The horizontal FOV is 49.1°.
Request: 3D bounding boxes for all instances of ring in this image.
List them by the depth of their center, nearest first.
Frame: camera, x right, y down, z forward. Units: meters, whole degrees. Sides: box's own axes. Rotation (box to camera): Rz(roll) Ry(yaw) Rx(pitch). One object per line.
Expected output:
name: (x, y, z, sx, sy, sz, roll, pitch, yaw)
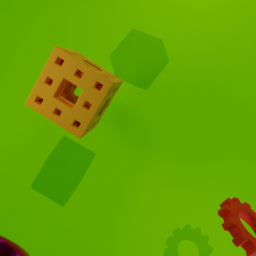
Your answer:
ring: (-2.381, 2.106, 4.766, 1.555, 1.555, 0.311, 17, 49, 3)

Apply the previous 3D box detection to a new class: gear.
gear: (2.503, 2.079, 5.817, 1.375, 1.375, 0.254, 40, 118, 7)

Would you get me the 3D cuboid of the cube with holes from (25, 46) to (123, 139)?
cube with holes: (-0.977, -0.709, 5.471, 1.186, 1.186, 1.186, 32, 103, 0)
